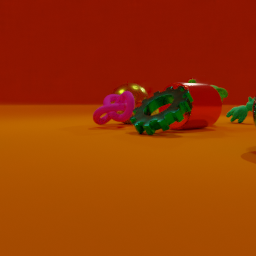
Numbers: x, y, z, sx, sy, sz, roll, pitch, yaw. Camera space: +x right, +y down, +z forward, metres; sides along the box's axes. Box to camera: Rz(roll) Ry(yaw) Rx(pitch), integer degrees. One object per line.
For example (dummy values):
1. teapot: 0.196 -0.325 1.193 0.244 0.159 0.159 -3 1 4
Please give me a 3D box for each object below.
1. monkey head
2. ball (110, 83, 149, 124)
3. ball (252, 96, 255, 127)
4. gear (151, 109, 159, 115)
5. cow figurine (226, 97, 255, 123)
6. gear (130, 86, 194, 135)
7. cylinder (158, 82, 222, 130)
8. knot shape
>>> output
1. monkey head: 2.625 -1.178 9.452 1.010 1.206 1.677 -22 5 -4
2. ball: 0.046 -0.825 9.467 1.387 1.387 1.387 0 5 0
3. ball: 2.345 -0.234 3.795 1.208 1.208 1.208 0 5 0
4. gear: 1.065 -0.512 10.922 1.303 0.241 1.303 -1 -7 0
5. cow figurine: 4.127 -0.651 10.014 0.555 0.995 1.011 44 -6 -12
6. gear: 0.770 -0.437 6.564 1.495 0.276 1.495 -26 27 14
7. cylinder: 1.685 -0.595 7.647 1.242 1.242 1.242 -4 6 -37
8. knot shape: -0.436 -0.533 8.143 1.302 0.643 1.391 -32 20 -6
